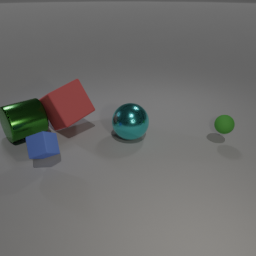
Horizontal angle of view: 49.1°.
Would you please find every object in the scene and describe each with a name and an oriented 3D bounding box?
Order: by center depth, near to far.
[{"bbox_3d":[-2.702,0.558,8.900,0.700,0.700,0.700,-17,-11,18],"label":"cube"},{"bbox_3d":[3.485,-0.132,10.126,0.700,0.700,0.700,0,28,0],"label":"ball"},{"bbox_3d":[0.092,-0.241,10.539,1.400,1.400,1.400,0,28,0],"label":"ball"},{"bbox_3d":[-3.969,-0.305,10.673,1.400,1.400,1.400,-21,34,-34],"label":"cylinder"},{"bbox_3d":[-2.422,-0.888,10.980,1.400,1.400,1.400,-35,14,-31],"label":"cube"}]
